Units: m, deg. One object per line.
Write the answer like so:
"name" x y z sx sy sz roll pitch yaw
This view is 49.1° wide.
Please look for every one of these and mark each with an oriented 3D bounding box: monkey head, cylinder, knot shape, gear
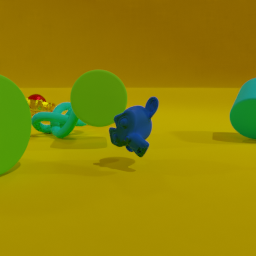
"monkey head" 0.133 0.060 3.928 0.606 1.005 0.723 -12 49 -46
"cylinder" 2.731 -0.425 5.866 0.972 0.972 0.972 6 37 32
"knot shape" -1.560 -0.181 6.345 1.226 0.605 1.310 -13 15 2
"cylinder" -0.563 -0.541 5.292 0.992 0.992 0.992 -1 4 -8
"cylinder" -2.162 -0.058 3.618 1.265 1.265 1.265 3 9 23
"gear" -2.972 -0.629 8.974 1.647 0.305 1.647 7 -6 1

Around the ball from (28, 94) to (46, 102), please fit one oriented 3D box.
"ball" -3.448 -0.907 10.528 0.747 0.747 0.747 0 9 0
